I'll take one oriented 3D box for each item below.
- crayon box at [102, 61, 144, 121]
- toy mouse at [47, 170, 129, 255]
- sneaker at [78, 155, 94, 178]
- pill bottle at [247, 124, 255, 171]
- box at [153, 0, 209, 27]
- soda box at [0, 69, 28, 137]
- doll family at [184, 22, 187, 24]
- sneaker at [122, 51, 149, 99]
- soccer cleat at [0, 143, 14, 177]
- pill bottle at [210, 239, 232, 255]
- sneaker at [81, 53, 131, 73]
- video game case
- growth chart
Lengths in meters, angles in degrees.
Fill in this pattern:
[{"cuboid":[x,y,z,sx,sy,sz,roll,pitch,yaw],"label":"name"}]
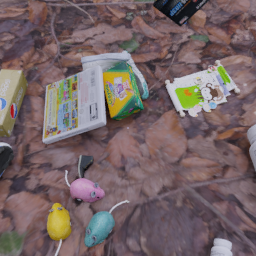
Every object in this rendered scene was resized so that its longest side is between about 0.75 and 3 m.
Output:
[{"cuboid":[-0.232,-1.348,10.262,1.118,0.548,1.882,-23,69,23],"label":"crayon box"},{"cuboid":[-1.175,2.392,8.332,2.497,0.544,2.810,-9,57,-6],"label":"toy mouse"},{"cuboid":[-1.372,1.260,9.200,0.461,0.325,0.868,-3,56,1],"label":"sneaker"},{"cuboid":[4.645,1.045,8.720,1.368,1.368,2.413,-4,57,-2],"label":"pill bottle"},{"cuboid":[1.936,-4.634,10.031,1.401,1.762,0.405,30,62,-18],"label":"box"},{"cuboid":[-4.529,-0.968,10.363,0.871,0.823,2.571,3,58,2],"label":"soda box"},{"cuboid":[2.562,-5.769,13.446,0.654,0.901,1.452,-39,65,-22],"label":"doll family"},{"cuboid":[-0.034,-1.925,11.083,1.129,0.960,2.475,-28,56,0],"label":"sneaker"},{"cuboid":[-4.572,1.565,8.817,1.085,0.878,2.513,10,61,43],"label":"soccer cleat"},{"cuboid":[2.506,3.561,7.564,0.557,0.557,0.982,15,58,10],"label":"pill bottle"},{"cuboid":[-0.852,-2.488,11.017,2.310,0.818,0.844,3,15,37],"label":"sneaker"},{"cuboid":[-1.960,-0.877,10.119,2.372,0.298,2.607,-18,56,16],"label":"video game case"},{"cuboid":[2.940,-1.540,11.094,2.884,0.256,2.087,-21,60,-12],"label":"growth chart"}]
